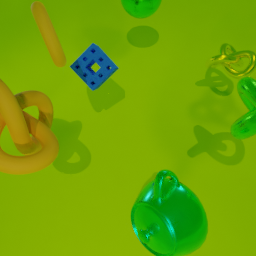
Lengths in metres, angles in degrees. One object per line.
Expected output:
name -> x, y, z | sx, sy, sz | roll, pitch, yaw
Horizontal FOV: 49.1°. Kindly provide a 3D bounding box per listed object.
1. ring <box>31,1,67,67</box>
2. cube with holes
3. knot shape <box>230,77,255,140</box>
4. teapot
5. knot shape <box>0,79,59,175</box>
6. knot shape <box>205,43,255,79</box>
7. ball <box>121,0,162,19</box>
ring -> -1.435, -1.686, 5.113 | 0.239, 1.195, 1.195 | -23, 56, -8
cube with holes -> -0.829, -1.544, 7.143 | 0.805, 0.805, 0.805 | -42, 97, 10
knot shape -> 2.090, -0.191, 3.825 | 1.596, 0.788, 1.706 | -11, 25, -40
teapot -> 0.494, 1.346, 3.902 | 0.874, 1.784, 1.109 | -21, 31, -40
knot shape -> -2.091, -0.206, 5.130 | 0.929, 1.882, 2.011 | -29, 24, 11
knot shape -> 2.984, -1.874, 7.877 | 1.363, 0.630, 1.276 | -28, 45, -30
ball -> 0.414, -4.147, 8.792 | 1.325, 1.325, 1.325 | 0, 53, 0
